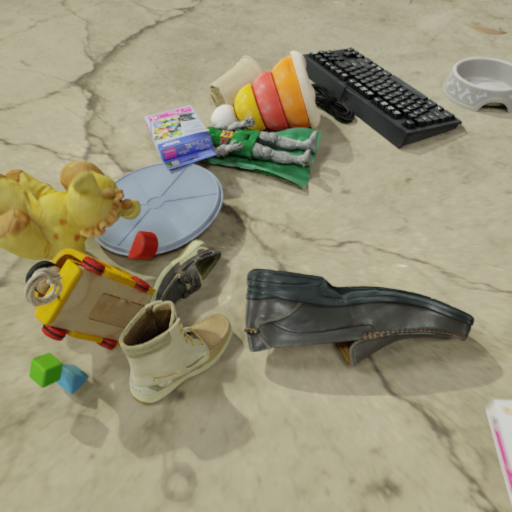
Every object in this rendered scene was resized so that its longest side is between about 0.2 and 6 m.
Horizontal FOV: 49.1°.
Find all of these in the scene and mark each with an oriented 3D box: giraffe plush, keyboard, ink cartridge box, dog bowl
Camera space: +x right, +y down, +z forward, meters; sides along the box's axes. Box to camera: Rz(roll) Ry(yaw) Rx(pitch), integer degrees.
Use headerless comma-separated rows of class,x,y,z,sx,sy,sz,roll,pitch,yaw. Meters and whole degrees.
giraffe plush,-2.729,-0.702,8.195,1.643,2.027,1.749,-35,1,15
keyboard,2.462,-3.755,12.770,2.447,0.523,4.075,-21,47,-20
ink cartridge box,-1.458,-2.286,10.640,0.993,0.349,1.663,-18,46,-11
ink cartridge box,3.212,2.479,6.178,0.845,0.331,1.785,3,50,-4
dog bowl,5.338,-3.991,12.967,1.889,0.554,1.889,0,43,0

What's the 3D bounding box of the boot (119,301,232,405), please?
boot,-0.984,1.028,7.288,0.609,1.308,1.691,35,54,30

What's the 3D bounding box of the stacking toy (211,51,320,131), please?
stacking toy,0.113,-3.193,11.772,2.230,1.630,1.630,-15,44,8

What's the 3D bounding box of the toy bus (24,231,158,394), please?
toy bus,-2.338,0.472,7.315,1.102,2.133,2.013,28,40,26

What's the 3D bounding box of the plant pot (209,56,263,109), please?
plant pot,-0.429,-3.675,12.392,1.016,1.110,1.110,-34,53,-15

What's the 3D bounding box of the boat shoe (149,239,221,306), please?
boat shoe,-1.047,0.314,8.558,0.518,0.563,1.576,13,41,20

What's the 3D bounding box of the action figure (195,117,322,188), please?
action figure,-0.245,-2.201,11.051,2.818,0.771,1.664,9,48,14

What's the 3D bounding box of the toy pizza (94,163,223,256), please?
toy pizza,-1.703,-0.795,9.705,2.344,0.371,2.344,-7,46,7

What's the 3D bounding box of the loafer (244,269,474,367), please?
loafer,1.376,0.947,7.732,3.163,1.151,1.143,8,86,1
